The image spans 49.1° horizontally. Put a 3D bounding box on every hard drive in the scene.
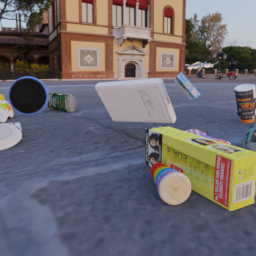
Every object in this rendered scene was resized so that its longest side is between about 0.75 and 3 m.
[{"bbox_3d":[0.242,-0.903,9.794,2.586,1.706,0.345,2,45,35],"label":"hard drive"}]

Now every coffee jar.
[{"bbox_3d":[-3.825,-1.500,16.023,1.980,1.033,0.845,10,19,42],"label":"coffee jar"}]

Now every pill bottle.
[{"bbox_3d":[5.198,-1.042,12.336,0.863,1.625,0.863,-14,23,6],"label":"pill bottle"}]

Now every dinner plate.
[{"bbox_3d":[-4.198,0.221,8.912,1.525,0.185,1.525,7,33,-4],"label":"dinner plate"}]

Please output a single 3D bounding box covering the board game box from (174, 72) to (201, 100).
[{"bbox_3d":[1.754,-1.226,8.400,0.205,0.846,1.119,-40,-2,7],"label":"board game box"}]

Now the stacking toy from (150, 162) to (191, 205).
[{"bbox_3d":[0.743,1.005,5.666,0.609,0.609,1.426,-2,8,-9],"label":"stacking toy"}]

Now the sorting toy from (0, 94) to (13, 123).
[{"bbox_3d":[-6.434,-0.686,12.955,2.110,1.127,1.900,-5,32,-23],"label":"sorting toy"}]

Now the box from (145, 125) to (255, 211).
[{"bbox_3d":[1.369,0.690,6.001,0.686,1.031,2.739,-8,16,-29],"label":"box"}]

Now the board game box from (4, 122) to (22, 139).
[{"bbox_3d":[-4.911,0.179,9.750,2.238,0.387,1.413,-5,13,-22],"label":"board game box"}]

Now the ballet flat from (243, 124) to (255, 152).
[{"bbox_3d":[4.778,0.144,8.485,2.990,1.110,1.110,-6,14,-28],"label":"ballet flat"}]

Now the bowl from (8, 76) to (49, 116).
[{"bbox_3d":[-3.618,-1.164,10.184,1.427,1.427,0.280,-3,5,-13],"label":"bowl"}]

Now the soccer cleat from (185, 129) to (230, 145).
[{"bbox_3d":[2.031,0.473,8.015,0.721,0.629,1.886,-17,20,-30],"label":"soccer cleat"}]
